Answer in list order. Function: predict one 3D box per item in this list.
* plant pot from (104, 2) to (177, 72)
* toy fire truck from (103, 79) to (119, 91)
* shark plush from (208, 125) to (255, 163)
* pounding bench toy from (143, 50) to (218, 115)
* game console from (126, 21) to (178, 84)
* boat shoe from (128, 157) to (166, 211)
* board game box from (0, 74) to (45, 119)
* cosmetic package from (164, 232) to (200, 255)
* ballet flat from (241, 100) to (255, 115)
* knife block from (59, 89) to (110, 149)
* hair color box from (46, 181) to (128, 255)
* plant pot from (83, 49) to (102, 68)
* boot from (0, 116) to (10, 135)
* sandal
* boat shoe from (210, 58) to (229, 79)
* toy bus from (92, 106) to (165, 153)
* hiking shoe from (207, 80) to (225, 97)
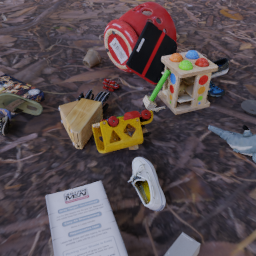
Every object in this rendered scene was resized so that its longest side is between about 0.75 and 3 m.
[{"bbox_3d":[0.497,-4.263,13.496,2.598,2.853,2.853,-35,50,-29],"label":"plant pot"},{"bbox_3d":[-0.723,-1.952,12.581,0.765,0.429,0.643,24,26,25],"label":"toy fire truck"},{"bbox_3d":[3.921,0.276,9.336,2.359,0.983,1.072,29,47,31],"label":"shark plush"},{"bbox_3d":[1.882,-1.831,11.093,2.603,2.030,1.617,-14,41,-17],"label":"pounding bench toy"},{"bbox_3d":[1.097,-3.252,12.418,1.972,2.230,0.346,26,0,-29],"label":"game console"},{"bbox_3d":[0.360,1.480,7.922,0.795,0.689,1.865,25,30,-37],"label":"boat shoe"},{"bbox_3d":[-5.071,-1.408,11.828,2.575,0.446,1.744,24,45,27],"label":"board game box"},{"bbox_3d":[1.200,2.975,6.470,0.523,0.442,0.980,25,48,32],"label":"cosmetic package"},{"bbox_3d":[5.392,-0.704,11.037,1.784,0.414,0.601,13,86,21],"label":"ballet flat"},{"bbox_3d":[-1.337,-0.503,10.436,2.161,0.788,2.462,-18,42,-19],"label":"knife block"},{"bbox_3d":[-0.902,2.732,6.385,1.470,0.900,2.970,-13,42,-15],"label":"hair color box"},{"bbox_3d":[-1.873,-3.451,14.162,0.831,0.831,0.721,25,61,27],"label":"plant pot"},{"bbox_3d":[-4.800,-0.049,10.187,0.843,0.410,1.119,-8,37,-12],"label":"boot"},{"bbox_3d":[-4.075,-0.832,10.410,1.784,0.708,0.509,12,34,-21],"label":"sandal"},{"bbox_3d":[3.843,-2.782,13.335,2.407,0.681,0.826,-22,44,-24],"label":"boat shoe"},{"bbox_3d":[0.009,0.135,9.309,2.343,1.211,2.211,-12,1,24],"label":"toy bus"},{"bbox_3d":[3.499,-1.819,12.173,1.510,0.655,0.562,25,45,28],"label":"hiking shoe"}]
